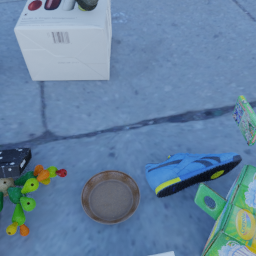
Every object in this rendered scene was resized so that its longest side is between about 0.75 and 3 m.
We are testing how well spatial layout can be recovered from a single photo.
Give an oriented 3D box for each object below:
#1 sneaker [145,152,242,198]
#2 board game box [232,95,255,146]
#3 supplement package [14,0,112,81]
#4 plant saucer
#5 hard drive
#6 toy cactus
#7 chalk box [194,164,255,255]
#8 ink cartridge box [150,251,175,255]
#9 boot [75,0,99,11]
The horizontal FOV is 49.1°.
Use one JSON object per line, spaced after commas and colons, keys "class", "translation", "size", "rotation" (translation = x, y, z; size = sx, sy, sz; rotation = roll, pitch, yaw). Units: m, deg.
{"class": "sneaker", "translation": [1.597, 0.873, 6.856], "size": [2.431, 0.801, 0.953], "rotation": [-15, 54, -12]}
{"class": "board game box", "translation": [2.472, -0.160, 5.861], "size": [0.131, 0.605, 0.899], "rotation": [-7, 48, -4]}
{"class": "supplement package", "translation": [-1.949, -3.284, 9.580], "size": [2.665, 2.050, 2.787], "rotation": [0, 51, 0]}
{"class": "plant saucer", "translation": [-0.402, 1.633, 6.585], "size": [1.382, 0.253, 1.382], "rotation": [-1, 50, 1]}
{"class": "hard drive", "translation": [-3.354, 0.894, 6.800], "size": [1.738, 0.329, 1.214], "rotation": [-5, 16, -5]}
{"class": "toy cactus", "translation": [-2.554, 1.492, 6.413], "size": [1.729, 1.071, 2.095], "rotation": [16, 51, 37]}
{"class": "chalk box", "translation": [2.505, 1.984, 5.373], "size": [2.659, 1.655, 1.646], "rotation": [24, 53, 20]}
{"class": "ink cartridge box", "translation": [0.311, 3.084, 4.990], "size": [2.308, 0.777, 1.352], "rotation": [-9, 50, -7]}
{"class": "boot", "translation": [-1.478, -4.425, 7.489], "size": [2.348, 1.534, 0.795], "rotation": [42, 68, -9]}
